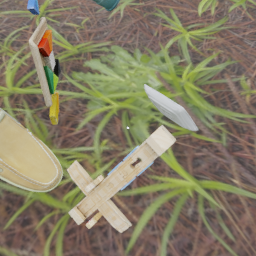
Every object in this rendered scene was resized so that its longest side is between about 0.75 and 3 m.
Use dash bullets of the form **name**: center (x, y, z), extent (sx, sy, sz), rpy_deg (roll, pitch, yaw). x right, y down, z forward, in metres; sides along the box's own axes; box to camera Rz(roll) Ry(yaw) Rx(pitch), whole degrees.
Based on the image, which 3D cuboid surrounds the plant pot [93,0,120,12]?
- **plant pot**: center (-0.974, -4.235, 7.593), extent (1.554, 1.586, 1.586), rpy_deg (11, 48, -28)

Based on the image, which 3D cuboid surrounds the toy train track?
- **toy train track**: center (-0.221, 0.772, 3.792), extent (1.247, 2.174, 0.354), rpy_deg (47, 30, 6)

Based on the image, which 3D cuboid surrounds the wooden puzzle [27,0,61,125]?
- **wooden puzzle**: center (-1.918, -1.592, 6.747), extent (0.324, 2.770, 1.869), rpy_deg (-6, 46, -3)

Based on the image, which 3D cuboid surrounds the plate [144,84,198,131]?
- **plate**: center (0.892, -0.376, 5.970), extent (1.128, 1.131, 0.183), rpy_deg (37, 88, 37)

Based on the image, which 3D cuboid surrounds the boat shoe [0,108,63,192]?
- **boat shoe**: center (-2.322, 0.123, 4.960), extent (2.792, 1.063, 1.000), rpy_deg (37, 58, -5)
